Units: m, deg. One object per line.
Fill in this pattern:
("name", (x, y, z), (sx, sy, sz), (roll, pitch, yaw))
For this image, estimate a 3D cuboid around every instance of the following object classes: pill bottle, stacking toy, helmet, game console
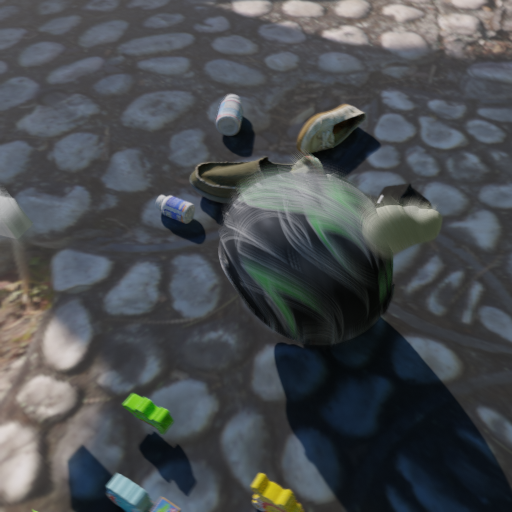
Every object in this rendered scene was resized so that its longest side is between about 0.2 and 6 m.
("pill bottle", (-1.688, -0.988, 11.616), (0.763, 0.427, 0.427), (23, 51, 20))
("stacking toy", (-1.244, 3.481, 7.415), (3.049, 0.716, 2.299), (25, 50, 23))
("helmet", (0.793, -0.082, 8.988), (2.678, 2.553, 2.678), (-20, 36, 16))
("game console", (3.030, -0.984, 11.833), (0.939, 0.622, 1.068), (-3, 38, 40))
("pill bottle", (-0.634, -3.492, 13.804), (0.587, 0.587, 1.079), (4, 47, 4))

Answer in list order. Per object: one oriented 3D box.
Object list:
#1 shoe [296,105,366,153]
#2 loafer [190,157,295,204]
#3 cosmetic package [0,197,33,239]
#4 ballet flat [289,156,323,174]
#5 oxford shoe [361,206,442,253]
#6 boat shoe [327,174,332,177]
("shoe", (1.787, -3.006, 13.232), (0.581, 0.761, 2.176), (30, 52, 33))
("loafer", (-0.053, -1.734, 11.925), (2.744, 0.956, 1.032), (4, 48, 3))
("cosmetic package", (-3.898, -0.607, 8.469), (0.921, 0.520, 0.374), (14, 54, 32))
("ballet flat", (0.548, -1.162, 10.987), (0.769, 0.650, 2.035), (33, 86, 21))
("oxford shoe", (2.007, -0.432, 8.023), (1.791, 0.673, 0.517), (-7, 23, -44))
("boat shoe", (1.190, -0.704, 11.041), (0.708, 0.888, 2.348), (28, 62, 14))
